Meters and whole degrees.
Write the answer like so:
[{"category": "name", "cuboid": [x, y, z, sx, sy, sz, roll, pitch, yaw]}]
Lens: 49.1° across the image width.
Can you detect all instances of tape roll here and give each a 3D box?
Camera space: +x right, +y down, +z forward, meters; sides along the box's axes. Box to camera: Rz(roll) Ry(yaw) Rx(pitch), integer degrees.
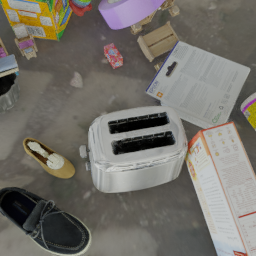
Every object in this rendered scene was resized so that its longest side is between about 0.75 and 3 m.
[{"category": "tape roll", "cuboid": [0.165, -4.506, 9.773, 2.386, 0.783, 2.386, -22, 39, 19]}]

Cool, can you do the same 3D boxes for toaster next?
[{"category": "toaster", "cuboid": [0.317, 0.548, 7.164, 2.967, 1.916, 1.686, -8, 63, -4]}]

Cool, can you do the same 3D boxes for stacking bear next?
[{"category": "stacking bear", "cuboid": [-1.488, -4.701, 9.580, 0.789, 1.387, 0.842, 42, 54, -5]}]

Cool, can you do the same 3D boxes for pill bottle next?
[{"category": "pill bottle", "cuboid": [4.195, -0.086, 7.993, 1.032, 1.032, 1.979, -21, 64, -11]}]

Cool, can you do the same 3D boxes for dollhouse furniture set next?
[{"category": "dollhouse furniture set", "cuboid": [1.191, -3.264, 10.053, 1.967, 1.126, 2.306, -30, 90, -14]}, {"category": "dollhouse furniture set", "cuboid": [-3.969, -2.463, 8.430, 2.248, 1.554, 2.382, -23, 37, -11]}]

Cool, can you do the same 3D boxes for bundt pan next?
[{"category": "bundt pan", "cuboid": [-4.184, -0.995, 8.459, 1.985, 0.745, 1.985, -4, 45, 4]}]

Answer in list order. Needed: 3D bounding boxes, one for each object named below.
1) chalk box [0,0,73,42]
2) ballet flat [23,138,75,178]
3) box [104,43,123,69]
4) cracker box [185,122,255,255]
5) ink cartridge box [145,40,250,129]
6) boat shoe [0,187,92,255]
[{"category": "chalk box", "cuboid": [-3.029, -4.880, 10.085, 1.788, 1.775, 2.865, 10, 63, 4]}, {"category": "ballet flat", "cuboid": [-2.257, 0.825, 7.793, 1.734, 0.547, 0.595, 29, 66, 14]}, {"category": "box", "cuboid": [-0.505, -2.477, 9.612, 0.370, 0.386, 0.775, -25, 66, -12]}, {"category": "cracker box", "cuboid": [2.177, 1.503, 6.215, 0.816, 1.894, 2.828, -14, 74, -5]}, {"category": "ink cartridge box", "cuboid": [2.211, -1.384, 8.945, 2.587, 0.525, 2.582, 27, 66, 13]}, {"category": "boat shoe", "cuboid": [-2.141, 2.260, 6.884, 2.706, 0.842, 1.009, 27, 64, 12]}]
